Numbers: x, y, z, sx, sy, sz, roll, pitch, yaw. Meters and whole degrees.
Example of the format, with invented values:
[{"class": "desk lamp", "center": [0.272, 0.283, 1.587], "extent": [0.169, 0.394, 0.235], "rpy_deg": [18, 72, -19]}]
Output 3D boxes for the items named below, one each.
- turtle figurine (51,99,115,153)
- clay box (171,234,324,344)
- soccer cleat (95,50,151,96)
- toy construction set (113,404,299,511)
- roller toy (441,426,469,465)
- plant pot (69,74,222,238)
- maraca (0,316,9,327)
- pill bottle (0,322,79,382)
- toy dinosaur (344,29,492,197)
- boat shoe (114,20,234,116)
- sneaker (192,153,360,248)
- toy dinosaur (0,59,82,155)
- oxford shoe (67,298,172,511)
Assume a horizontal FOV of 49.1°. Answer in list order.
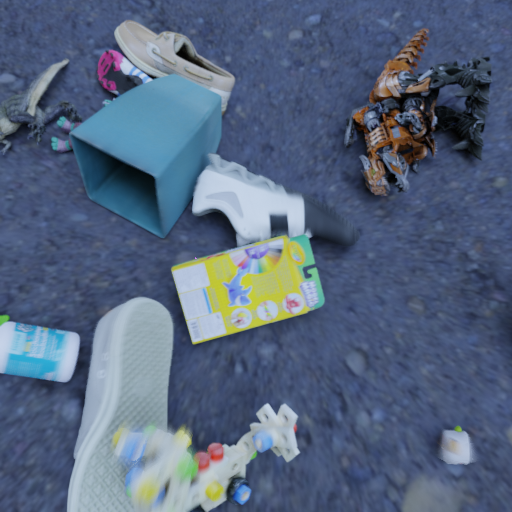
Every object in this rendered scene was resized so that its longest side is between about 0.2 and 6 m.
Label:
[{"class": "turtle figurine", "center": [-2.972, -2.272, 10.275], "extent": [1.474, 0.742, 1.104], "rpy_deg": [-3, 44, 17]}, {"class": "clay box", "center": [-0.114, 0.467, 8.637], "extent": [2.119, 0.504, 1.217], "rpy_deg": [-15, 97, -3]}, {"class": "soccer cleat", "center": [-2.439, -3.333, 10.914], "extent": [0.707, 0.874, 2.024], "rpy_deg": [-55, 49, 16]}, {"class": "toy construction set", "center": [-0.610, 2.625, 7.124], "extent": [2.410, 1.580, 1.110], "rpy_deg": [-7, 20, -29]}, {"class": "roller toy", "center": [2.800, 2.707, 7.908], "extent": [0.348, 0.454, 0.498], "rpy_deg": [-2, 22, 12]}, {"class": "plant pot", "center": [-1.647, -1.924, 9.641], "extent": [1.655, 1.656, 2.343], "rpy_deg": [28, 60, 13]}, {"class": "maraca", "center": [-4.308, 1.056, 8.746], "extent": [0.972, 0.520, 0.666], "rpy_deg": [24, 86, 1]}, {"class": "pill bottle", "center": [-3.333, 1.387, 8.185], "extent": [1.341, 0.743, 0.743], "rpy_deg": [13, 62, -20]}, {"class": "toy dinosaur", "center": [2.869, -2.748, 10.082], "extent": [2.449, 1.843, 3.608], "rpy_deg": [4, 84, 20]}, {"class": "boat shoe", "center": [-1.547, -3.816, 10.745], "extent": [2.812, 0.913, 1.015], "rpy_deg": [42, 37, 15]}, {"class": "sneaker", "center": [0.274, -0.569, 9.368], "extent": [2.852, 1.057, 1.262], "rpy_deg": [24, 88, 5]}, {"class": "toy dinosaur", "center": [-4.203, -2.676, 10.487], "extent": [1.415, 0.762, 3.210], "rpy_deg": [24, 62, 22]}, {"class": "oxford shoe", "center": [-1.932, 2.271, 7.851], "extent": [0.981, 1.277, 3.396], "rpy_deg": [-6, 71, 46]}]
